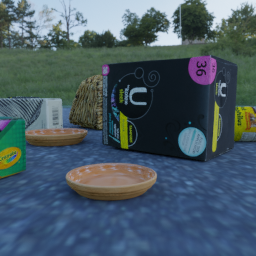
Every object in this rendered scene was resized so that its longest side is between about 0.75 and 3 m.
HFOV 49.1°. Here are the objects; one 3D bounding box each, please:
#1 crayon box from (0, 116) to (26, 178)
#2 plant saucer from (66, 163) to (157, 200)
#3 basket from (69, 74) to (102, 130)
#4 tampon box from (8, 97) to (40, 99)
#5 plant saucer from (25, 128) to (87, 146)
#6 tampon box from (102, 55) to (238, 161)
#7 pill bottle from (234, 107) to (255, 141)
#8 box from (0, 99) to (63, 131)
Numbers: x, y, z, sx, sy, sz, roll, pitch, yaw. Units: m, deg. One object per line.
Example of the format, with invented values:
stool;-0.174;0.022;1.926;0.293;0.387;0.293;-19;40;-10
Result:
crayon box;-3.025;0.248;3.876;2.769;0.807;1.645;3;7;27
plant saucer;-0.194;0.624;3.324;1.064;0.199;1.064;0;5;0
basket;-0.637;-1.084;10.877;2.872;2.050;2.140;-5;8;-40
tampon box;-3.989;-0.614;10.667;0.970;1.152;1.537;-3;7;-28
plant saucer;-1.773;0.216;6.874;1.547;0.290;1.547;0;5;0
tampon box;0.822;-0.442;5.810;2.374;1.780;1.499;4;7;37
pill bottle;2.872;-0.104;7.077;1.597;0.872;0.872;0;6;3
box;-3.510;-0.404;8.954;2.739;1.125;0.936;0;6;17
